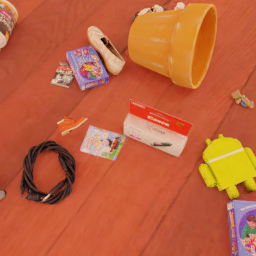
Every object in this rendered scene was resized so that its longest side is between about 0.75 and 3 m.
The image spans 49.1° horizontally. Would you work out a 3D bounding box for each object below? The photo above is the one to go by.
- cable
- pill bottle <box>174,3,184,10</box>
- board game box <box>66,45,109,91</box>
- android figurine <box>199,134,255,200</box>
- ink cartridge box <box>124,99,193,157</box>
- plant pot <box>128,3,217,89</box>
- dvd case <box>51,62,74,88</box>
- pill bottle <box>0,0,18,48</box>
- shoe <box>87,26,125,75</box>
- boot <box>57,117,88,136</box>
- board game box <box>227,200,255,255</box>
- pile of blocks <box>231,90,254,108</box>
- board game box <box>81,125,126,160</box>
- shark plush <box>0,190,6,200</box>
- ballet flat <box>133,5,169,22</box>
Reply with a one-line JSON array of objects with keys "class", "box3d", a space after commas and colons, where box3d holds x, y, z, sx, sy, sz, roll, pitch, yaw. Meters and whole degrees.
[{"class": "cable", "box3d": [-2.480, 1.335, 8.873, 1.675, 0.522, 2.053, 4, 65, 2]}, {"class": "pill bottle", "box3d": [2.095, -4.733, 11.498, 0.424, 0.762, 0.424, 0, 66, 0]}, {"class": "board game box", "box3d": [-1.532, -2.292, 10.538, 1.091, 0.363, 1.622, -19, 67, -16]}, {"class": "android figurine", "box3d": [3.230, 1.176, 8.996, 1.892, 0.427, 2.078, -21, 68, -9]}, {"class": "ink cartridge box", "box3d": [0.856, 0.060, 8.760, 2.037, 1.768, 0.444, 22, 67, 10]}, {"class": "plant pot", "box3d": [1.480, -2.977, 9.839, 2.497, 2.728, 2.728, 17, 66, 24]}, {"class": "dvd case", "box3d": [-2.405, -2.026, 10.621, 0.724, 0.109, 0.991, 13, 64, 6]}, {"class": "pill bottle", "box3d": [-5.188, -3.875, 10.858, 1.227, 1.227, 2.108, 8, 66, 4]}, {"class": "shoe", "box3d": [-0.810, -3.091, 10.685, 0.804, 0.614, 2.300, -14, 67, -45]}, {"class": "boot", "box3d": [-1.720, -0.184, 8.638, 0.946, 0.355, 0.507, -27, 92, 6]}, {"class": "board game box", "box3d": [4.288, 3.055, 8.052, 2.558, 0.573, 1.720, 3, 66, 2]}, {"class": "pile of blocks", "box3d": [4.139, -1.017, 10.121, 0.907, 0.372, 0.282, 42, 29, 8]}, {"class": "board game box", "box3d": [-0.620, 0.380, 6.903, 0.924, 0.699, 0.169, 18, 26, -16]}, {"class": "shark plush", "box3d": [-4.765, 2.313, 8.165, 1.076, 0.986, 2.368, 32, 69, 14]}, {"class": "ballet flat", "box3d": [0.989, -4.757, 11.620, 1.662, 0.607, 0.607, -20, 67, -9]}]
